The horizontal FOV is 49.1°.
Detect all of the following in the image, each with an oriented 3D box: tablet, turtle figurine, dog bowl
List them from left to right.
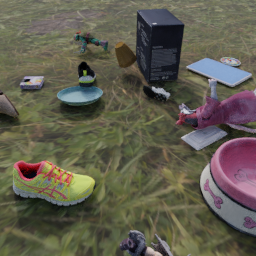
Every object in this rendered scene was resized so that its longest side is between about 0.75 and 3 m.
[{"bbox_3d":[-2.091,-4.430,14.523,2.041,1.027,1.528,9,37,3],"label":"turtle figurine"},{"bbox_3d":[4.052,-2.540,12.599,1.605,0.168,2.467,-27,44,-31],"label":"tablet"},{"bbox_3d":[3.157,1.261,6.816,2.649,0.977,2.649,0,37,0],"label":"dog bowl"}]

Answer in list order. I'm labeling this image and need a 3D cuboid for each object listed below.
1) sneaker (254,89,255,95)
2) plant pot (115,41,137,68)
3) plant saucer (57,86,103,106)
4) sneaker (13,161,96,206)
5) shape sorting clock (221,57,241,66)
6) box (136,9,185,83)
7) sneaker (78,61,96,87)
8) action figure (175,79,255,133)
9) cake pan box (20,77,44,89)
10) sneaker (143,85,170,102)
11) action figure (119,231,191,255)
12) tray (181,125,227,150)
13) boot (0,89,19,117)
[{"bbox_3d":[5.544,-1.260,10.292,2.317,0.868,1.154,-17,40,-22],"label":"sneaker"},{"bbox_3d":[-0.189,-3.266,12.216,0.867,0.931,0.867,-17,44,17],"label":"plant pot"},{"bbox_3d":[-1.805,-1.216,10.611,1.693,0.232,1.693,0,28,0],"label":"plant saucer"},{"bbox_3d":[-1.850,1.259,6.830,2.130,0.962,0.832,3,35,2],"label":"sneaker"},{"bbox_3d":[4.937,-3.209,13.484,0.939,0.184,0.939,0,37,0],"label":"shape sorting clock"},{"bbox_3d":[1.268,-3.606,12.135,1.428,2.432,2.391,-7,38,-9],"label":"box"},{"bbox_3d":[-1.709,-2.372,11.648,0.748,0.864,2.086,-6,27,-9],"label":"sneaker"},{"bbox_3d":[2.808,-0.375,9.061,2.726,1.826,2.030,-16,73,-13],"label":"action figure"},{"bbox_3d":[-4.001,-1.890,11.688,0.853,0.223,0.786,0,34,0],"label":"cake pan box"},{"bbox_3d":[1.111,-1.382,10.873,1.119,0.415,0.495,29,45,20],"label":"sneaker"},{"bbox_3d":[0.066,2.806,4.755,2.940,1.020,1.913,-11,31,-21],"label":"action figure"},{"bbox_3d":[2.445,0.210,8.917,1.393,0.155,0.748,-23,41,-28],"label":"tray"},{"bbox_3d":[-4.906,-0.675,9.759,1.525,0.732,2.085,-32,48,-25],"label":"boot"}]
